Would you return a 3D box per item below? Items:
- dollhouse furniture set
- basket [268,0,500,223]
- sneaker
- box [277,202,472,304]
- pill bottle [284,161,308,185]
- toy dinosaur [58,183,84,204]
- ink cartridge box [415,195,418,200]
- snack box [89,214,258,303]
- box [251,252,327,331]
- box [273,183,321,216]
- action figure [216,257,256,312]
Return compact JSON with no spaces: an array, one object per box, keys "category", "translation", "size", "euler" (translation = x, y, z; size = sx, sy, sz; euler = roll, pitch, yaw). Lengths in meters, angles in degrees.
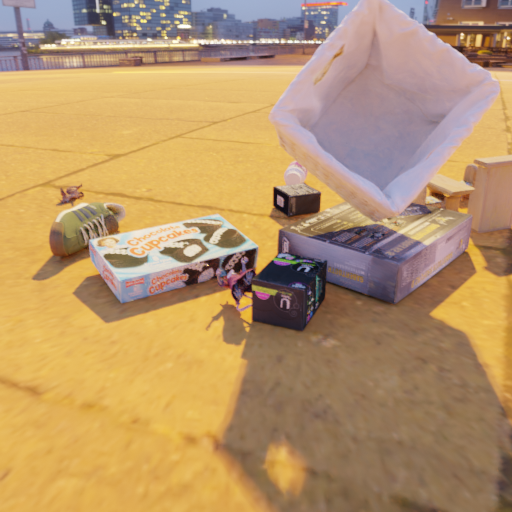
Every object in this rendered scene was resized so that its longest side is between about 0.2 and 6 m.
[{"category":"dollhouse furniture set","translation":[4.690,-1.678,12.735],"size":[2.185,1.548,2.379],"euler":[-8,25,-19]},{"category":"basket","translation":[2.021,-2.280,9.435],"size":[2.635,2.611,2.119],"euler":[39,1,6]},{"category":"sneaker","translation":[-3.306,-0.638,11.324],"size":[1.007,0.752,2.243],"euler":[-4,20,4]},{"category":"box","translation":[2.287,-0.303,10.586],"size":[2.455,0.749,3.099],"euler":[19,30,36]},{"category":"pill bottle","translation":[1.058,-2.161,15.045],"size":[0.570,0.570,1.016],"euler":[5,25,10]},{"category":"toy dinosaur","translation":[-4.658,-1.603,14.085],"size":[0.577,0.366,0.852],"euler":[-11,20,-9]},{"category":"ink cartridge box","translation":[2.956,-1.743,11.819],"size":[1.133,0.819,0.477],"euler":[11,37,-6]},{"category":"snack box","translation":[-1.477,-0.035,10.136],"size":[2.645,0.491,1.537],"euler":[-15,34,-30]},{"category":"box","translation":[0.531,0.526,8.741],"size":[0.869,0.727,1.170],"euler":[10,26,22]},{"category":"box","translation":[0.954,-1.328,13.196],"size":[0.853,0.530,0.860],"euler":[-10,26,-22]},{"category":"action figure","translation":[-0.265,0.434,8.953],"size":[0.613,0.682,0.916],"euler":[-23,9,-17]}]
